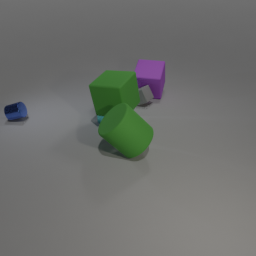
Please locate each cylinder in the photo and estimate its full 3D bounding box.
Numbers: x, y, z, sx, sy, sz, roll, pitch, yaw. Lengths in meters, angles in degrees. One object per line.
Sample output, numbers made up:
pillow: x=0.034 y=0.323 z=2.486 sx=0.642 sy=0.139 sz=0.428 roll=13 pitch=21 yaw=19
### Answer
cylinder: x=-0.071 y=0.091 z=9.700 sx=1.400 sy=1.400 sz=1.400 roll=-35 pitch=31 yaw=24
cylinder: x=-4.932 y=-0.739 z=12.318 sx=0.700 sy=0.700 sz=0.700 roll=-13 pitch=28 yaw=11

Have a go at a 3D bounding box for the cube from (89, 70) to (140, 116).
cube: x=-0.493 y=-1.359 z=11.169 sx=1.400 sy=1.400 sz=1.400 roll=9 pitch=39 yaw=27

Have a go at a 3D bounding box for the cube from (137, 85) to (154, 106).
cube: x=0.714 y=-1.597 z=13.729 sx=0.700 sy=0.700 sz=0.700 roll=-16 pitch=16 yaw=39

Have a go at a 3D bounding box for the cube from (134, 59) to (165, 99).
cube: x=1.120 y=-2.524 z=14.476 sx=1.400 sy=1.400 sz=1.400 roll=8 pitch=53 yaw=13

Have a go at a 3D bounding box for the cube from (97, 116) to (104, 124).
cube: x=-0.852 y=-0.500 z=12.052 sx=0.700 sy=0.700 sz=0.700 roll=-20 pitch=36 yaw=-31
